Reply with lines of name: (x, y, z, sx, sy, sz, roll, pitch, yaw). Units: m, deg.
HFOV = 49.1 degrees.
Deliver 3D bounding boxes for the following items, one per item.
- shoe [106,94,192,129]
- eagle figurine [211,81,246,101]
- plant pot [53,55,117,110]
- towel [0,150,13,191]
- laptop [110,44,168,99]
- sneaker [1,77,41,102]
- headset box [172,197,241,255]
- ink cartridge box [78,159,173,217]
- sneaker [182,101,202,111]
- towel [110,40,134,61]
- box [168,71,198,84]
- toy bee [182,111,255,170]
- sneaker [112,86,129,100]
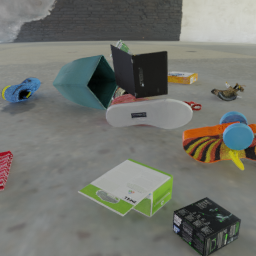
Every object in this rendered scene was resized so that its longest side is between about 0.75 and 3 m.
shoe: (0.735, -0.698, 9.906, 2.926, 1.045, 1.331, -2, 27, 7)
eagle figurine: (4.638, -1.666, 12.985, 1.307, 0.986, 0.992, -30, -22, 3)
plant pot: (-1.855, -1.853, 11.553, 2.230, 1.575, 1.576, 5, 61, 32)
towel: (-3.496, 1.042, 6.697, 1.249, 0.194, 1.728, -6, 23, -14)
laptop: (0.383, -1.922, 9.279, 1.730, 1.620, 1.003, -7, 43, 1)
sneaker: (-4.655, -1.720, 12.996, 0.969, 0.814, 2.471, 16, 26, 13)
headset box: (1.359, 1.655, 4.824, 0.898, 0.416, 0.781, -13, 24, -30)
ink cartridge box: (-0.020, 1.299, 5.504, 1.160, 0.594, 1.569, 17, 29, 36)
sneaker: (2.466, -0.919, 11.544, 1.012, 0.396, 0.584, 10, 12, -7)
towel: (-0.031, -2.344, 9.930, 1.300, 0.991, 0.152, 46, 53, 1)
box: (2.821, -3.028, 16.676, 2.305, 0.478, 1.372, 9, 23, 29)
toy bee: (2.906, 0.424, 6.978, 2.873, 1.562, 1.881, -11, 24, 40)
sneaker: (0.566, -1.666, 12.611, 2.937, 1.101, 1.323, -17, 36, -24)
